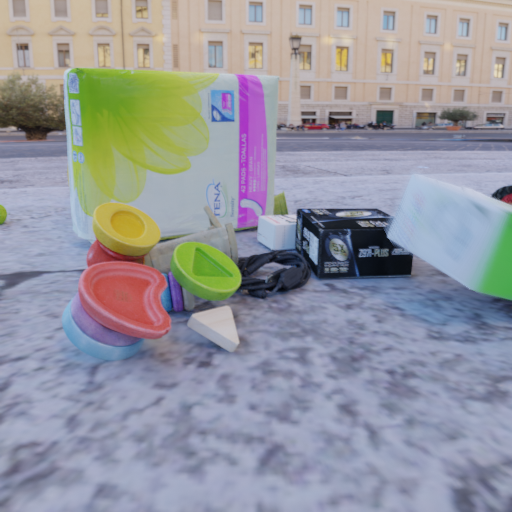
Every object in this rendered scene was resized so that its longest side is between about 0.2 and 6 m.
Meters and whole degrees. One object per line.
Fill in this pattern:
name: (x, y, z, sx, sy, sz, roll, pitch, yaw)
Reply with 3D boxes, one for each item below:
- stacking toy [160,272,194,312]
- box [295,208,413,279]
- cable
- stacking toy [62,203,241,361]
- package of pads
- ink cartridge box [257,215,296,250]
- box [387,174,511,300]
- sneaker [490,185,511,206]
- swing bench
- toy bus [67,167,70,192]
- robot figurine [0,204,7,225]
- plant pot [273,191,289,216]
stacking toy: (-1.603, 0.563, 7.745, 1.440, 0.615, 0.615, -9, 17, -11)
box: (1.700, -0.289, 10.154, 1.651, 0.868, 2.017, 0, 15, -7)
cable: (0.153, 0.288, 9.134, 1.346, 0.419, 1.650, 3, 19, 29)
stacking toy: (-1.327, 0.541, 7.171, 2.107, 0.983, 2.327, 22, 31, -18)
package of pads: (-1.702, -2.132, 12.056, 4.536, 3.505, 1.547, -8, 19, -30)
ink cartridge box: (0.785, -0.501, 11.548, 1.294, 0.543, 0.941, -3, 16, -21)
box: (3.434, -0.201, 7.892, 2.303, 1.114, 2.032, 13, 15, -24)
sneaker: (7.234, -1.270, 13.310, 1.415, 1.175, 2.962, -11, 19, -40)
swing bench: (-1.143, -0.063, 8.925, 1.416, 0.924, 1.424, -17, 21, -15)
toy bus: (-3.704, -2.001, 15.611, 2.529, 1.716, 2.428, -11, 35, -29)
robot figurine: (-6.467, -1.019, 13.571, 0.924, 0.534, 0.810, 4, 16, 13)
plant pot: (0.426, -1.172, 13.960, 0.711, 0.774, 0.774, -12, 15, 4)
